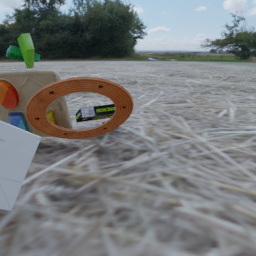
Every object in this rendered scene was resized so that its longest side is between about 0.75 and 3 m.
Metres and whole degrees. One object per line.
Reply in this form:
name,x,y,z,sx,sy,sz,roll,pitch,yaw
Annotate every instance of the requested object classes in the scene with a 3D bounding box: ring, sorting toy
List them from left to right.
sorting toy,-2.266,-0.738,5.952,1.902,2.573,0.379,2,40,9
ring,-0.943,-0.362,5.676,2.125,2.125,0.204,-4,60,-12

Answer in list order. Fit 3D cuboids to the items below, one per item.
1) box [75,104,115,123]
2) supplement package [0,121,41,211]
box,-0.742,-0.410,7.615,1.270,0.302,1.227,-9,-4,-17
supplement package,-1.935,0.314,3.345,0.730,1.025,1.316,12,-13,39
